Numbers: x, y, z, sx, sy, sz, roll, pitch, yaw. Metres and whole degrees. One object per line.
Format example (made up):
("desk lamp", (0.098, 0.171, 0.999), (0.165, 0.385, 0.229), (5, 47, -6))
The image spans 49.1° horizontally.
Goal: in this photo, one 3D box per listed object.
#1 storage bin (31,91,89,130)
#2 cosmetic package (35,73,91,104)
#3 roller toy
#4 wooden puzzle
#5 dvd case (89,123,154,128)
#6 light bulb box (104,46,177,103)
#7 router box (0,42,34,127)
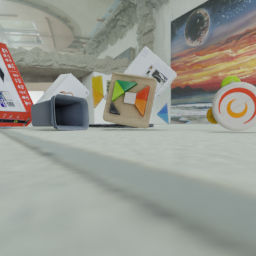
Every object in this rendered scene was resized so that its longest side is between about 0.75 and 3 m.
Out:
("storage bin", (-1.499, -0.344, 6.064), (0.777, 0.842, 1.157), (-5, -2, 26))
("cosmetic package", (-1.813, -0.755, 7.523), (0.769, 1.247, 1.251), (43, -10, -25))
("roller toy", (1.889, -0.372, 4.876), (0.824, 0.904, 0.631), (26, 14, 12))
("wooden puzzle", (0.018, -0.596, 5.888), (1.731, 1.168, 0.202), (3, -6, 9))
("dvd case", (-0.272, -0.091, 9.650), (1.891, 0.151, 1.406), (1, 1, 38))
("light bulb box", (0.352, -1.007, 6.740), (0.927, 1.486, 1.473), (42, 13, 2))
("router box", (-4.228, -1.350, 7.621), (0.707, 2.895, 2.599), (-44, -24, 30))
